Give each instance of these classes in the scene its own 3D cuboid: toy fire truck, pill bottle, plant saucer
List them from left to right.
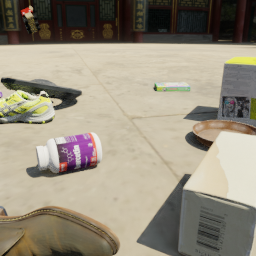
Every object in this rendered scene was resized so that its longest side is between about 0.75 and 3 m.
[{"bbox_3d":[-2.962,-3.359,8.396,0.509,0.791,0.696,-30,-16,-14],"label":"toy fire truck"},{"bbox_3d":[-1.215,0.520,5.795,1.255,0.706,0.706,-10,22,-23],"label":"pill bottle"},{"bbox_3d":[2.549,0.200,7.264,1.768,0.304,1.768,-1,21,0],"label":"plant saucer"}]

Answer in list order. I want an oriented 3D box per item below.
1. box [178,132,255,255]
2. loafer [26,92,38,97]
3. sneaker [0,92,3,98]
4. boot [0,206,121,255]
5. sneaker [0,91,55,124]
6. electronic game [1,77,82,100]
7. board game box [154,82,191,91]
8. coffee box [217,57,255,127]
[{"bbox_3d":[1.560,0.914,4.243,0.873,1.066,2.245,10,21,27],"label":"box"},{"bbox_3d":[-3.660,-1.100,10.497,1.547,0.556,0.486,12,17,34],"label":"loafer"},{"bbox_3d":[-5.518,-1.447,11.826,0.385,0.372,0.923,4,23,-37],"label":"sneaker"},{"bbox_3d":[-1.262,1.523,3.158,2.264,0.846,1.097,-3,28,20],"label":"boot"},{"bbox_3d":[-3.571,-0.697,8.743,2.509,0.958,0.946,-2,21,-3],"label":"sneaker"},{"bbox_3d":[-3.197,-1.534,10.533,2.928,0.609,2.928,8,5,-1],"label":"electronic game"},{"bbox_3d":[2.067,-1.943,13.200,1.533,0.223,1.032,-1,20,-2],"label":"board game box"},{"bbox_3d":[4.006,-1.172,8.694,1.886,1.865,1.883,11,23,27],"label":"coffee box"}]
